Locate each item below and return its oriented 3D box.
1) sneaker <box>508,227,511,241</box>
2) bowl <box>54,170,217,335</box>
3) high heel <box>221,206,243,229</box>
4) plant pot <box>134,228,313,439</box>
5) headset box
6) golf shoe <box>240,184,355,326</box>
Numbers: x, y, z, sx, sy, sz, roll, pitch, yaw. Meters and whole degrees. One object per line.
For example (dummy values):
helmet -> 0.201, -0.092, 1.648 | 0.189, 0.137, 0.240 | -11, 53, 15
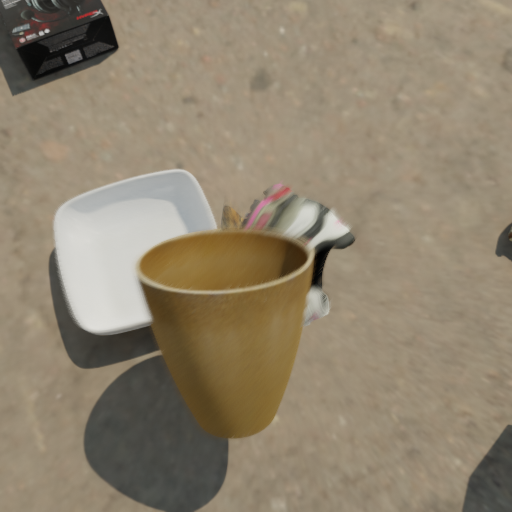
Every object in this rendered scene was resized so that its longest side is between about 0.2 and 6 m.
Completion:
sneaker -> 5.024, 0.247, 8.307 | 1.041, 0.971, 2.756 | -43, 70, 5
bowl -> -1.672, -0.001, 8.305 | 2.267, 0.847, 2.270 | -17, 69, -8
high heel -> 0.151, -0.032, 7.814 | 1.119, 1.570, 0.560 | 4, 38, 35
plant pot -> -0.263, 0.869, 5.952 | 1.786, 1.916, 1.786 | -3, 22, 1
headset box -> -3.794, -4.590, 10.273 | 1.711, 0.888, 2.299 | -24, 70, -10
golf shoe -> 0.180, 0.639, 7.127 | 1.339, 2.907, 1.055 | 31, 26, 19
